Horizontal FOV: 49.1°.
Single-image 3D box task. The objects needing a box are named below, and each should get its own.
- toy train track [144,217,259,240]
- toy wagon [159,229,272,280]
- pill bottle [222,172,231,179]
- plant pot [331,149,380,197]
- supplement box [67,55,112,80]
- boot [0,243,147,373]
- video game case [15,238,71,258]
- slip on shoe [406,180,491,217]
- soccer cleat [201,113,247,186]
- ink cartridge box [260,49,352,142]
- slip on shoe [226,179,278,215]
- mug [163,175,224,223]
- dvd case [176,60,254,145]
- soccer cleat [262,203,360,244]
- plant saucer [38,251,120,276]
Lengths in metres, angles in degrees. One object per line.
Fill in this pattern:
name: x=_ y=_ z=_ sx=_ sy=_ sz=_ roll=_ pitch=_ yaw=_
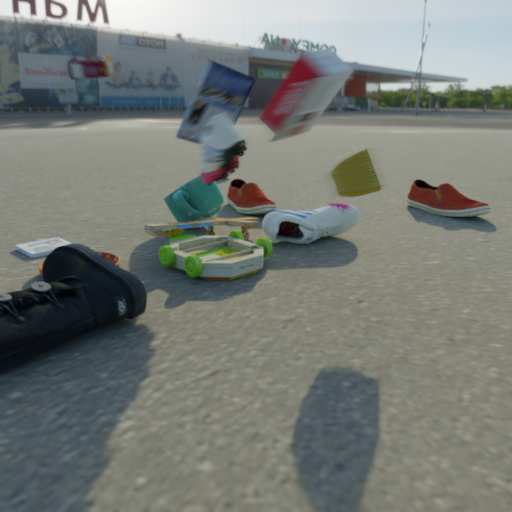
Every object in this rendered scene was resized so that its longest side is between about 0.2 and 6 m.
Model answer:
toy train track: x=-1.141 y=-0.557 z=12.691 sx=2.988 sy=0.486 sz=1.714 roll=-7 pitch=10 yaw=-42
toy wagon: x=-0.992 y=-0.101 z=11.442 sx=1.963 sy=0.501 sz=2.530 roll=-15 pitch=22 yaw=-40
pill bottle: x=-1.384 y=-3.192 z=21.508 sx=0.889 sy=0.486 sz=0.486 roll=-14 pitch=22 yaw=-40
plant pot: x=1.816 y=-1.442 z=10.352 sx=0.756 sy=0.739 sz=0.734 roll=-21 pitch=-4 yaw=11
supplement box: x=-2.902 y=-3.297 z=9.793 sx=0.686 sy=0.294 sz=0.378 roll=-5 pitch=33 yaw=-2
boot: x=-3.507 y=0.752 z=8.091 sx=2.466 sy=0.982 sz=2.991 roll=12 pitch=25 yaw=40
video game case: x=-4.644 y=-0.191 z=12.360 sx=0.998 sy=0.118 sz=0.909 roll=-15 pitch=23 yaw=-42
slip on shoe: x=5.370 y=-1.618 z=15.828 sx=1.000 sy=0.826 sz=2.699 roll=-8 pitch=20 yaw=-30
soccer cleat: x=-0.752 y=-2.117 z=11.099 sx=0.743 sy=0.919 sz=2.129 roll=-30 pitch=-2 yaw=-20
ink cartridge box: x=0.749 y=-2.668 z=9.347 sx=0.590 sy=1.407 sz=1.235 roll=48 pitch=40 yaw=11
slip on shoe: x=-0.178 y=-1.689 z=16.121 sx=0.955 sy=0.789 sz=2.577 roll=-6 pitch=19 yaw=-23
mug: x=-1.584 y=-1.280 z=14.065 sx=1.352 sy=1.018 sz=1.646 roll=-25 pitch=9 yaw=48
dvd case: x=-0.921 y=-3.382 z=12.784 sx=1.318 sy=1.848 sz=0.162 roll=7 pitch=29 yaw=-43
soccer cleat: x=1.344 y=-0.639 z=12.929 sx=2.399 sy=0.838 sz=1.036 roll=-6 pitch=32 yaw=-10
plant saucer: x=-3.390 y=0.225 z=10.812 sx=1.503 sy=0.243 sz=1.503 roll=1 pitch=16 yaw=0
